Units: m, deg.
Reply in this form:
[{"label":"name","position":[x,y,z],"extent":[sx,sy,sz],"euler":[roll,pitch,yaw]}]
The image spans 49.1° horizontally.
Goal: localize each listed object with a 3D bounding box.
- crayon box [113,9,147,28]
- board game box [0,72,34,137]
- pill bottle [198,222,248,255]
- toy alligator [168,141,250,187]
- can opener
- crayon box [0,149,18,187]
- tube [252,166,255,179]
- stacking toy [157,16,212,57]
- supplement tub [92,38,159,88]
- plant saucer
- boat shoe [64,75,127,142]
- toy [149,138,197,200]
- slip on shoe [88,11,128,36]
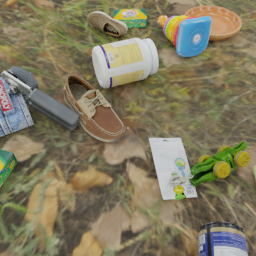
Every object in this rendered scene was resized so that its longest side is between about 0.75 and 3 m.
[{"label":"crayon box","position":[0.088,-5.089,13.002],"extent":[1.527,0.445,0.907],"euler":[-3,50,-2]},{"label":"board game box","position":[-4.122,-0.893,9.354],"extent":[2.356,0.727,2.358],"euler":[-24,54,-18]},{"label":"pill bottle","position":[2.030,3.043,5.911],"extent":[1.028,1.028,1.839],"euler":[6,52,5]},{"label":"toy alligator","position":[2.302,1.153,7.692],"extent":[2.700,0.649,0.895],"euler":[-23,17,-16]},{"label":"can opener","position":[-2.712,-1.052,8.943],"extent":[2.858,0.762,0.955],"euler":[32,62,1]},{"label":"crayon box","position":[-3.939,1.318,7.684],"extent":[0.968,0.475,1.630],"euler":[14,52,11]},{"label":"tube","position":[3.724,1.765,7.412],"extent":[0.476,0.426,1.640],"euler":[-25,50,28]},{"label":"stacking toy","position":[2.058,-4.200,11.842],"extent":[1.573,1.488,2.711],"euler":[-18,42,-23]},{"label":"supplement tub","position":[-0.109,-2.359,10.051],"extent":[2.082,1.513,1.513],"euler":[-16,52,-13]},{"label":"plant saucer","position":[3.787,-4.723,12.692],"extent":[2.550,0.477,2.550],"euler":[1,51,-1]},{"label":"boat shoe","position":[-1.183,-0.678,8.953],"extent":[1.123,1.065,2.965],"euler":[-36,59,-26]},{"label":"toy","position":[1.182,1.141,7.835],"extent":[1.033,0.423,1.794],"euler":[1,56,-20]},{"label":"slip on shoe","position":[-1.004,-4.555,12.413],"extent":[1.993,0.758,0.604],"euler":[28,51,12]}]
